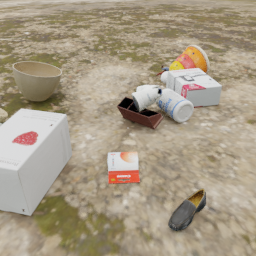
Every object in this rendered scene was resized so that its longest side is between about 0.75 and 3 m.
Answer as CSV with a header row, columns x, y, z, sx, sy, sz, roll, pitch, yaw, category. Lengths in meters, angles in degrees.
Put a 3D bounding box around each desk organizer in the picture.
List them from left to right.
x,y,z,sx,sy,sz,roll,pitch,yaw,category
0.471,-0.654,11.644,1.894,0.729,0.679,22,64,41,desk organizer

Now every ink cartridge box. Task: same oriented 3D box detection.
x,y,z,sx,sy,sz,roll,pitch,yaw,category
-0.164,1.295,9.399,1.050,0.325,1.295,-2,30,-2,ink cartridge box
3.185,-2.049,13.951,1.799,1.033,2.477,-8,33,-12,ink cartridge box

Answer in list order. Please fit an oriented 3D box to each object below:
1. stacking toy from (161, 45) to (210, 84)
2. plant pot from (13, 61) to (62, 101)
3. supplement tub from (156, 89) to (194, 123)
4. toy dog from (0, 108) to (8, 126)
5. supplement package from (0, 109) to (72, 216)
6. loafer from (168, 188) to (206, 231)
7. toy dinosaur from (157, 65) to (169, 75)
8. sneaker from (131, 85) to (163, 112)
x,y,z,sx,sy,sz,roll,pitch,yaw,category
2.988,-3.227,15.588,2.672,1.953,1.953,-32,41,-15,stacking toy
-4.410,-2.159,13.536,2.215,1.487,2.215,12,25,-6,plant pot
2.038,-0.999,12.331,1.025,1.025,1.553,-16,35,-23,supplement tub
-4.676,0.413,9.887,1.343,1.838,2.788,25,35,-21,toy dog
-3.182,0.896,8.681,1.772,1.750,2.923,7,33,11,supplement package
1.646,2.202,7.739,0.561,0.557,1.542,26,41,33,loafer
2.566,-3.369,16.740,1.239,1.366,0.717,32,3,7,toy dinosaur
0.937,-1.363,11.836,1.157,0.990,2.657,-21,14,14,sneaker
